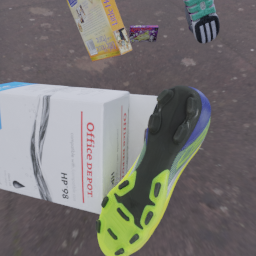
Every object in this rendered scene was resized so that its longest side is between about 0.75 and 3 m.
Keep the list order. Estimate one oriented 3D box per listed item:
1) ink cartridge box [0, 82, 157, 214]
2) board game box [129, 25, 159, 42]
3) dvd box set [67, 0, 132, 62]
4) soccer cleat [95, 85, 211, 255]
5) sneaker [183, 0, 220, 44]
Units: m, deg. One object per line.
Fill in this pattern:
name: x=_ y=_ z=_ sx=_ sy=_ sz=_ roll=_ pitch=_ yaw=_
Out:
ink cartridge box: x=-0.959 y=0.240 z=4.550 sx=2.982 sy=1.727 sz=0.995 roll=7 pitch=16 yaw=21
board game box: x=0.496 y=-3.037 z=9.042 sx=0.916 sy=0.550 sz=0.148 roll=-4 pitch=47 yaw=-9
dvd box set: x=-0.954 y=-3.114 z=7.104 sx=0.403 sy=2.744 sz=2.007 roll=-29 pitch=19 yaw=-21
soccer cleat: x=0.418 y=0.651 z=3.798 sx=0.812 sy=1.050 sz=2.510 roll=29 pitch=96 yaw=33
sneaker: x=1.720 y=-3.601 z=7.454 sx=0.970 sy=2.608 sz=1.141 roll=-19 pitch=35 yaw=-2
